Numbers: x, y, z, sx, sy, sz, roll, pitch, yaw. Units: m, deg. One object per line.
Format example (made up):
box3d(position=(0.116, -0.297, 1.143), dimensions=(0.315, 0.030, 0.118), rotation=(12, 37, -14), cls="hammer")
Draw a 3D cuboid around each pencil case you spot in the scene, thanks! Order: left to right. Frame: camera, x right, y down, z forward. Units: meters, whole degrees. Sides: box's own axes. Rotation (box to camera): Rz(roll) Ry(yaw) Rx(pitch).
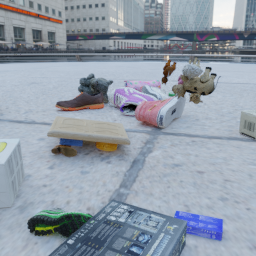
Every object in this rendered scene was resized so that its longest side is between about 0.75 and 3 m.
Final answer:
box3d(position=(0.874, -2.520, 17.318), dimensions=(2.260, 0.988, 0.988), rotation=(-1, 17, -7), cls="pencil case")

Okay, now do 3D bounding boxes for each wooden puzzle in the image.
box3d(position=(-1.223, 0.182, 8.828), dimensions=(2.322, 0.580, 2.507), rotation=(7, 10, -9), cls="wooden puzzle")

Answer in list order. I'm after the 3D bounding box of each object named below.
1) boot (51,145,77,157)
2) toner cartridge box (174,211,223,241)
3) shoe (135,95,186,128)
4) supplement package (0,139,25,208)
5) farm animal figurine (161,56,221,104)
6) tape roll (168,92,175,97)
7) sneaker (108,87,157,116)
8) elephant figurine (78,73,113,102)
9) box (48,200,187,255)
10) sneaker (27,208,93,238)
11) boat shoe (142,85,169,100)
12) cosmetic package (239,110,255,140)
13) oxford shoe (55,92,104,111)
box3d(position=(-1.791, 0.625, 8.298), dimensions=(0.805, 0.309, 0.625), rotation=(-3, 12, 15), cls="boot")
box3d(position=(1.213, 1.692, 4.887), dimensions=(0.831, 0.179, 0.395), rotation=(6, 17, 18), cls="toner cartridge box")
box3d(position=(1.425, -0.865, 11.754), dimensions=(1.321, 1.037, 2.903), rotation=(14, 26, 25), cls="shoe")
box3d(position=(-3.034, 0.933, 5.936), dimensions=(1.310, 1.008, 1.370), rotation=(-3, 19, -8), cls="supplement package")
box3d(position=(1.470, -0.962, 6.554), dimensions=(1.448, 0.755, 1.432), rotation=(24, -9, -31), cls="farm animal figurine")
box3d(position=(2.855, -2.049, 17.138), dimensions=(0.756, 0.182, 0.756), rotation=(-1, 17, 0), cls="tape roll")
box3d(position=(-0.147, -1.254, 13.169), dimensions=(2.857, 1.035, 1.629), rotation=(13, 25, 37), cls="sneaker")
box3d(position=(-1.539, -2.086, 15.043), dimensions=(1.824, 1.663, 2.351), rotation=(-30, 25, -32), cls="elephant figurine")
box3d(position=(-0.075, 1.790, 4.077), dimensions=(1.425, 0.461, 1.807), rotation=(8, 18, 26), cls="box")
box3d(position=(-1.103, 1.554, 4.833), dimensions=(1.168, 0.456, 0.497), rotation=(0, 15, 10), cls="sneaker")
box3d(position=(1.576, -1.826, 15.249), dimensions=(0.998, 0.865, 2.342), rotation=(-6, 20, -19), cls="boat shoe")
box3d(position=(5.042, -0.179, 9.863), dimensions=(1.955, 0.853, 1.011), rotation=(-6, 17, -18), cls="cosmetic package")
box3d(position=(-2.363, -1.357, 13.686), dimensions=(2.384, 0.865, 0.849), rotation=(-6, 18, -20), cls="oxford shoe")
